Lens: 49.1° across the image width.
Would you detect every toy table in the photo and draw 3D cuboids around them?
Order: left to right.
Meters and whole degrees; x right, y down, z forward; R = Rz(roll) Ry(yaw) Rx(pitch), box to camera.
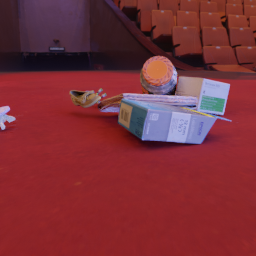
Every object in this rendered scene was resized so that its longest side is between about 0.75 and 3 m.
[{"bbox_3d":[-3.886,-0.288,8.477,0.807,0.473,0.742,-20,31,0],"label":"toy table"}]

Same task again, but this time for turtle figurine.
[{"bbox_3d":[-1.344,-1.403,12.359,0.619,0.860,0.834,34,60,23],"label":"turtle figurine"}]

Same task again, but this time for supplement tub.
[{"bbox_3d":[1.244,-1.793,11.292,1.436,1.436,2.343,2,-16,8],"label":"supplement tub"}]

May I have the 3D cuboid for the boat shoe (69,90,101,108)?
[{"bbox_3d":[-1.647,-1.156,10.461,0.622,0.536,1.705,-42,29,-23],"label":"boat shoe"}]

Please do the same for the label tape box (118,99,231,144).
[{"bbox_3d":[1.205,-0.169,7.715,2.517,0.832,1.803,7,10,-23],"label":"label tape box"}]

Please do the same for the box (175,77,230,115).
[{"bbox_3d":[2.798,-1.238,10.731,1.429,1.230,1.436,5,9,-30],"label":"box"}]

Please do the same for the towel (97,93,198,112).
[{"bbox_3d":[0.596,-0.795,9.779,2.740,0.442,2.617,1,-1,-22],"label":"towel"}]
